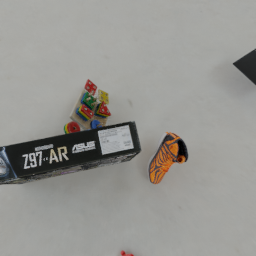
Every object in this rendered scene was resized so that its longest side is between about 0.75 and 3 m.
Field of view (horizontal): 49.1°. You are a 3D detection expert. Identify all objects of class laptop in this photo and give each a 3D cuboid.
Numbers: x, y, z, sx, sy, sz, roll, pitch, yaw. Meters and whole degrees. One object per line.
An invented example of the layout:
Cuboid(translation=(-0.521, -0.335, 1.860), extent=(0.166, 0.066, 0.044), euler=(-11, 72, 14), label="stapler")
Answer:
Cuboid(translation=(3.874, -1.578, 8.150), extent=(0.788, 1.359, 1.273), euler=(-45, 69, 18), label="laptop")

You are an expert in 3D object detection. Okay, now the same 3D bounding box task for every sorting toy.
Cuboid(translation=(-0.878, -0.443, 7.403), extent=(0.367, 1.046, 2.169), euler=(-25, 35, 35), label="sorting toy")

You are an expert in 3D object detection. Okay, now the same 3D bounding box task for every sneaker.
Cuboid(translation=(0.920, 0.792, 6.481), extent=(0.516, 1.331, 0.746), euler=(8, 14, -34), label="sneaker")

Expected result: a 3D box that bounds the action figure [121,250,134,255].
Cuboid(translation=(0.159, 2.914, 5.644), extent=(0.337, 0.266, 1.030), euler=(-26, 54, -23), label="action figure")

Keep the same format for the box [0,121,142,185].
Cuboid(translation=(-1.255, 0.623, 5.975), extent=(2.820, 2.259, 0.614), euler=(-11, 81, -6), label="box")
